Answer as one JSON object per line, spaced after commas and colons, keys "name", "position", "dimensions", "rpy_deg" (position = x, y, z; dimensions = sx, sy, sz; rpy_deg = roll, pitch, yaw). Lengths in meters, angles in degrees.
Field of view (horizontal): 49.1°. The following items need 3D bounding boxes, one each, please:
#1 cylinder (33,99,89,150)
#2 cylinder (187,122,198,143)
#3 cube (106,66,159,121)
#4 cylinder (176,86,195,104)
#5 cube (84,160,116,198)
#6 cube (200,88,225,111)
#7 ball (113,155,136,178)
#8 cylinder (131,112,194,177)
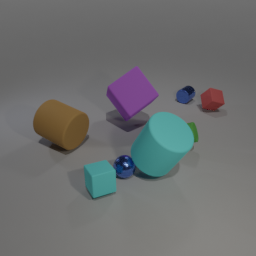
{"name": "cylinder", "position": [-2.322, -0.128, 9.831], "dimensions": [1.400, 1.400, 1.400], "rpy_deg": [24, 36, 22]}
{"name": "cylinder", "position": [1.999, 0.206, 9.686], "dimensions": [0.700, 0.700, 0.700], "rpy_deg": [-13, 23, 24]}
{"name": "cube", "position": [0.129, -1.295, 10.969], "dimensions": [1.400, 1.400, 1.400], "rpy_deg": [-37, -1, -9]}
{"name": "cylinder", "position": [2.793, -1.620, 13.529], "dimensions": [0.700, 0.700, 0.700], "rpy_deg": [20, 35, 32]}
{"name": "cube", "position": [-0.788, 1.416, 7.883], "dimensions": [0.700, 0.700, 0.700], "rpy_deg": [-11, 24, -24]}
{"name": "cube", "position": [3.761, -1.275, 12.489], "dimensions": [0.700, 0.700, 0.700], "rpy_deg": [9, 64, -23]}
{"name": "ball", "position": [-0.103, 1.173, 8.560], "dimensions": [0.700, 0.700, 0.700], "rpy_deg": [0, 29, 0]}
{"name": "cylinder", "position": [0.965, 0.486, 8.180], "dimensions": [1.400, 1.400, 1.400], "rpy_deg": [14, 48, -16]}
